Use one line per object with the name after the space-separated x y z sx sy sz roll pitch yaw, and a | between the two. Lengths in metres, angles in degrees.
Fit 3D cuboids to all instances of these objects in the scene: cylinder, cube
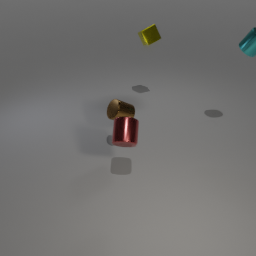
4.226 -2.873 9.395 0.700 0.700 0.700 15 51 -19 | cylinder
-0.238 -0.547 9.354 0.700 0.700 0.700 16 17 -37 | cylinder
0.946 -4.080 12.385 0.700 0.700 0.700 -30 17 -4 | cube
-0.067 0.120 7.683 0.700 0.700 0.700 3 74 5 | cylinder
